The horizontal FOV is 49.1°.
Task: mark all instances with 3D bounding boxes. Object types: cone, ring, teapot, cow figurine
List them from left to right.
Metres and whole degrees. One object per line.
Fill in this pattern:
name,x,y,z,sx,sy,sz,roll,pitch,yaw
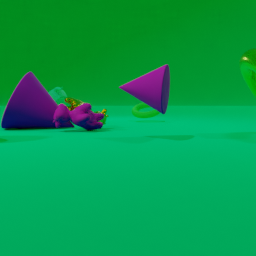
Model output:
cone,-2.068,-0.361,7.103,1.568,1.562,1.562,26,0,-11
teapot,-2.474,-0.987,9.883,0.660,1.347,0.838,36,44,24
cow figurine,-1.163,-0.223,6.400,0.968,0.540,0.984,-15,-34,33
cow figurine,-1.047,-0.383,7.053,0.982,0.548,0.998,9,20,-42
cone,0.253,-0.711,5.040,0.878,0.875,0.875,5,6,16
ring,0.676,-0.655,10.002,1.106,0.221,1.106,-8,27,4
ring,2.766,-0.647,5.222,0.386,1.929,1.929,-36,-3,12
